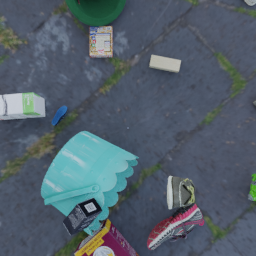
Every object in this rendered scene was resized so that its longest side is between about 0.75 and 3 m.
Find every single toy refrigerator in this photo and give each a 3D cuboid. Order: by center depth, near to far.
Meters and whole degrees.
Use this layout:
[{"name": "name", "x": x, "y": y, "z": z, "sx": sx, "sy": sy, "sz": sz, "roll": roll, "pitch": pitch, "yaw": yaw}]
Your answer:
[{"name": "toy refrigerator", "x": 1.389, "y": -2.419, "z": 10.571, "sx": 1.112, "sy": 0.389, "sz": 0.422, "roll": 11, "pitch": 93, "yaw": 1}]

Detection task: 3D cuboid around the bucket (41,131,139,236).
[{"name": "bucket", "x": -1.208, "y": 1.686, "z": 9.054, "sx": 1.968, "sy": 3.024, "sz": 3.024, "roll": 30, "pitch": 87, "yaw": 12}]

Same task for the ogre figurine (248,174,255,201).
[{"name": "ogre figurine", "x": 4.911, "y": 2.261, "z": 10.052, "sx": 0.785, "sy": 1.600, "sz": 0.959, "roll": 30, "pitch": 99, "yaw": 45}]

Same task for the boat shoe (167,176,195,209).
[{"name": "boat shoe", "x": 1.503, "y": 1.775, "z": 7.804, "sx": 0.707, "sy": 2.364, "sz": 0.845, "roll": 2, "pitch": 83, "yaw": 14}]

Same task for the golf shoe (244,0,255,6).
[{"name": "golf shoe", "x": 4.478, "y": -5.227, "z": 10.680, "sx": 1.186, "sy": 0.543, "sz": 0.447, "roll": 40, "pitch": 88, "yaw": 4}]

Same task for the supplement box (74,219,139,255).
[{"name": "supplement box", "x": -0.570, "y": 4.548, "z": 9.715, "sx": 1.433, "sy": 1.129, "sz": 2.188, "roll": -42, "pitch": 87, "yaw": -3}]

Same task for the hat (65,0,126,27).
[{"name": "hat", "x": -1.677, "y": -5.606, "z": 10.816, "sx": 2.438, "sy": 2.590, "sz": 2.943, "roll": -18, "pitch": 121, "yaw": -20}]

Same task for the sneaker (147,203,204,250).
[{"name": "sneaker", "x": 1.665, "y": 3.610, "z": 9.896, "sx": 2.269, "sy": 0.915, "sz": 0.847, "roll": -34, "pitch": 89, "yaw": -3}]

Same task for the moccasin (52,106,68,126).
[{"name": "moccasin", "x": -2.566, "y": -0.467, "z": 10.489, "sx": 0.338, "sy": 0.286, "sz": 0.839, "roll": 38, "pitch": 85, "yaw": 10}]

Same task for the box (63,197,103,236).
[{"name": "box", "x": -1.183, "y": 2.294, "z": 7.277, "sx": 0.448, "sy": 0.635, "sz": 0.858, "roll": 51, "pitch": 118, "yaw": 22}]

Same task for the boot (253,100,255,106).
[{"name": "boot", "x": 5.386, "y": -0.784, "z": 10.493, "sx": 0.997, "sy": 0.398, "sz": 1.097, "roll": -30, "pitch": 80, "yaw": -4}]

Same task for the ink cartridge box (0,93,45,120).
[{"name": "ink cartridge box", "x": -4.012, "y": -0.746, "z": 9.999, "sx": 1.750, "sy": 1.273, "sz": 0.735, "roll": -4, "pitch": 86, "yaw": 0}]

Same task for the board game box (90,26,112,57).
[{"name": "board game box", "x": -1.026, "y": -3.284, "z": 10.677, "sx": 0.864, "sy": 0.264, "sz": 1.140, "roll": 0, "pitch": 86, "yaw": 0}]
